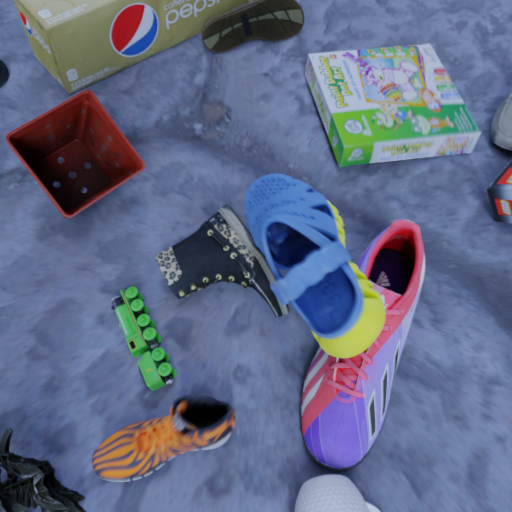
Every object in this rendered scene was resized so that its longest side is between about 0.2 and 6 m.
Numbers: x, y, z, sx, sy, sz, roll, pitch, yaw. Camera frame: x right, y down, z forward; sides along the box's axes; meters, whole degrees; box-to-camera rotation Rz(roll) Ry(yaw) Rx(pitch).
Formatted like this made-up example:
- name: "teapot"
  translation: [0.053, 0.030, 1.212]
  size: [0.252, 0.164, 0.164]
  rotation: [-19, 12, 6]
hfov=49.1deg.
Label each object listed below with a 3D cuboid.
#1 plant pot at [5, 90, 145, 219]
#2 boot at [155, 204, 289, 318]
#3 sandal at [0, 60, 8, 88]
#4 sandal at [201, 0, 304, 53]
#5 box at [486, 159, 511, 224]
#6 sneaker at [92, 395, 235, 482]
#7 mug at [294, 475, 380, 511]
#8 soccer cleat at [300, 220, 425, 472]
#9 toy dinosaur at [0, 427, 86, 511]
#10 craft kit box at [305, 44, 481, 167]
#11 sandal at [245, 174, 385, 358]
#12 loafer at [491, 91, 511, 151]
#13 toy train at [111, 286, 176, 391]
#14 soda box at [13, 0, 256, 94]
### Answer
- name: "plant pot"
  translation: [-2.870, -1.449, 8.862]
  size: [1.469, 1.296, 1.471]
  rotation: [-39, 98, -23]
- name: "boot"
  translation: [-0.494, 0.347, 8.285]
  size: [1.416, 0.677, 1.875]
  rotation: [-32, 81, -1]
- name: "sandal"
  translation: [-5.512, -3.292, 10.814]
  size: [0.653, 0.368, 1.717]
  rotation: [31, 62, 19]
- name: "sandal"
  translation: [-0.098, -4.840, 11.690]
  size: [2.249, 0.919, 0.614]
  rotation: [-21, 37, -5]
- name: "box"
  translation: [5.804, -1.925, 9.041]
  size: [4.083, 0.709, 2.247]
  rotation: [-43, 32, -24]
- name: "sneaker"
  translation: [-1.123, 2.109, 6.779]
  size: [1.809, 1.014, 0.702]
  rotation: [-17, 61, -17]
- name: "mug"
  translation: [1.013, 3.150, 6.331]
  size: [1.271, 0.938, 1.114]
  rotation: [17, 44, -25]
- name: "soccer cleat"
  translation: [1.436, 1.057, 7.363]
  size: [1.162, 1.247, 3.408]
  rotation: [19, 63, 14]
- name: "toy dinosaur"
  translation: [-3.420, 3.178, 5.865]
  size: [3.635, 1.857, 2.467]
  rotation: [45, 82, 2]
- name: "craft kit box"
  translation: [2.403, -2.828, 10.268]
  size: [2.500, 0.614, 2.531]
  rotation: [-10, 57, -6]
- name: "sandal"
  translation: [0.523, -0.179, 7.076]
  size: [1.195, 1.309, 3.006]
  rotation: [-42, 43, 12]
- name: "loafer"
  translation: [5.033, -2.896, 10.243]
  size: [0.882, 0.881, 2.523]
  rotation: [28, 61, 17]
- name: "toy train"
  translation: [-1.622, 1.145, 7.928]
  size: [0.469, 0.347, 1.663]
  rotation: [-28, 60, -6]
- name: "soda box"
  translation: [-2.252, -5.242, 11.408]
  size: [4.772, 1.527, 1.616]
  rotation: [-34, 62, -19]
